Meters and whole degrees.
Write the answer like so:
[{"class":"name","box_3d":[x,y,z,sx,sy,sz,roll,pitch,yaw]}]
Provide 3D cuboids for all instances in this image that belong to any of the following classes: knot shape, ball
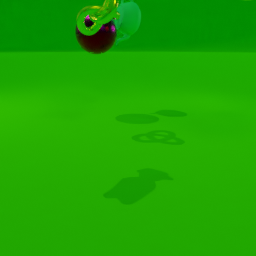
[{"class":"knot shape","box_3d":[-0.723,-2.699,6.755,1.132,0.559,1.209,-33,14,-6]},{"class":"ball","box_3d":[-0.978,-2.924,8.609,1.278,1.278,1.278,0,17,0]}]

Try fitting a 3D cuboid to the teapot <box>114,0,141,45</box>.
[{"class":"teapot","box_3d":[-0.099,-3.552,9.211,0.823,1.680,1.045,-1,13,-26]}]
